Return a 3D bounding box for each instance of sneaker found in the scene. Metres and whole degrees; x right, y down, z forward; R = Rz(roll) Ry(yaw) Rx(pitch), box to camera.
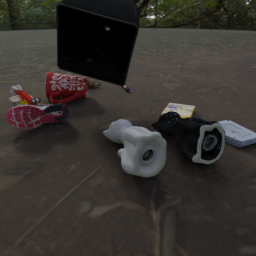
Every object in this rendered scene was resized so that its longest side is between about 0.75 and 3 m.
[{"bbox_3d":[-3.254,-0.436,10.153,2.141,0.863,0.799,-5,9,-28],"label":"sneaker"}]

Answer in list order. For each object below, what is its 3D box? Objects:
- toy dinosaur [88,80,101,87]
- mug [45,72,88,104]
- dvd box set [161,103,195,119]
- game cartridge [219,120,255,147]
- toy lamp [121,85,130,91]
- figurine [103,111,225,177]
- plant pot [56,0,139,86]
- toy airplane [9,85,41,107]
[{"bbox_3d":[-2.173,-2.252,14.659,1.474,0.445,0.783,5,-1,3],"label":"toy dinosaur"},{"bbox_3d":[-2.797,-1.729,12.891,1.792,1.591,1.195,2,-12,-5],"label":"mug"},{"bbox_3d":[1.999,-0.606,11.110,1.105,0.222,1.511,9,26,18],"label":"dvd box set"},{"bbox_3d":[3.492,0.173,9.353,1.018,0.309,1.527,-7,25,-23],"label":"game cartridge"},{"bbox_3d":[-0.109,-2.065,14.280,0.253,0.253,0.869,-8,27,-18],"label":"toy lamp"},{"bbox_3d":[0.839,0.237,8.398,2.896,1.247,2.825,-9,18,-17],"label":"figurine"},{"bbox_3d":[-1.040,-3.995,11.569,2.984,2.977,2.647,16,52,-1],"label":"plant pot"},{"bbox_3d":[-4.338,-1.145,11.471,1.286,0.907,1.280,23,19,-42],"label":"toy airplane"}]
